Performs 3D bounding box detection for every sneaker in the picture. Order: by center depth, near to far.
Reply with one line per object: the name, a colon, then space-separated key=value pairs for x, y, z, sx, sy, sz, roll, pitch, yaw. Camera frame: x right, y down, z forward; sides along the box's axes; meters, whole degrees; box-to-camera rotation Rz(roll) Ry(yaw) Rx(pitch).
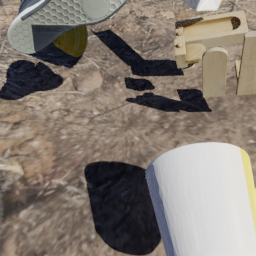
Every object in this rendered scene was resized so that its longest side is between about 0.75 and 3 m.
sneaker: x=-1.293 y=-2.933 z=6.172 sx=2.783 sy=1.058 sz=2.011 roll=-20 pitch=44 yaw=13

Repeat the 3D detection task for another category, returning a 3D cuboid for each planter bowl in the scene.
planter bowl: x=-1.744 y=-2.594 z=7.655 sx=1.358 sy=1.358 sz=0.565 roll=36 pitch=42 yaw=30

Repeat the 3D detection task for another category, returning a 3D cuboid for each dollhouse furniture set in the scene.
dollhouse furniture set: x=2.394 y=-2.450 z=7.091 sx=2.479 sy=2.124 sz=2.607 roll=-4 pitch=63 yaw=14

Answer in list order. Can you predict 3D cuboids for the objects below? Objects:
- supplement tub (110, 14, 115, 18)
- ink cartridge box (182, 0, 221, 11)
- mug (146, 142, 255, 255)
supplement tub: x=-0.910 y=-3.999 z=7.357 sx=1.939 sy=1.406 sz=1.406 roll=36 pitch=49 yaw=-9
ink cartridge box: x=1.689 y=-4.524 z=7.766 sx=0.846 sy=1.460 sz=2.508 roll=-17 pitch=55 yaw=-27
mug: x=1.405 y=1.362 z=4.245 sx=2.146 sy=1.719 sz=1.762 roll=-9 pitch=53 yaw=8
